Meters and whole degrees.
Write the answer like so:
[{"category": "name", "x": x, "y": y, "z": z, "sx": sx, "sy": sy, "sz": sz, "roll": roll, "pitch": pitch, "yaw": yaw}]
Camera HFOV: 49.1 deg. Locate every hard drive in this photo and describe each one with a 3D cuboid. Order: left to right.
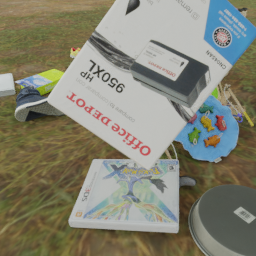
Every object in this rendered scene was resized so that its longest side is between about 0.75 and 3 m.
[{"category": "hard drive", "x": -5.123, "y": -1.691, "z": 11.069, "sx": 1.146, "sy": 0.232, "sz": 1.737, "roll": -12, "pitch": 35, "yaw": -19}]

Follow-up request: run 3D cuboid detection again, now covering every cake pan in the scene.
[{"category": "cake pan", "x": 2.226, "y": 1.841, "z": 5.463, "sx": 2.028, "sy": 0.372, "sz": 2.028, "roll": 0, "pitch": 32, "yaw": 0}]

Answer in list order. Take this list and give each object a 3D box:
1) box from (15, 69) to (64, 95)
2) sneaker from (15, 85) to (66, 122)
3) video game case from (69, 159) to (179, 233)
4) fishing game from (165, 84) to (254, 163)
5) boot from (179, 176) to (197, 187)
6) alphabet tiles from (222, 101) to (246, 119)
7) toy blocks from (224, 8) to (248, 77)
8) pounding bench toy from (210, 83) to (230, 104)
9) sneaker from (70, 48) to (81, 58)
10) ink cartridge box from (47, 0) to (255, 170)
[{"category": "box", "x": -3.307, "y": -1.784, "z": 11.016, "sx": 1.119, "sy": 0.437, "sz": 1.836, "roll": 25, "pitch": 40, "yaw": 33}, {"category": "sneaker", "x": -2.790, "y": -0.966, "z": 9.461, "sx": 1.964, "sy": 0.747, "sz": 1.419, "roll": -10, "pitch": 37, "yaw": -14}, {"category": "video game case", "x": 0.025, "y": 1.359, "z": 6.119, "sx": 2.143, "sy": 0.236, "sz": 1.953, "roll": -1, "pitch": 33, "yaw": 11}, {"category": "fishing game", "x": 2.065, "y": -0.058, "z": 7.436, "sx": 2.737, "sy": 0.425, "sz": 1.960, "roll": -21, "pitch": 76, "yaw": -15}, {"category": "boot", "x": 1.138, "y": 1.338, "z": 6.392, "sx": 0.784, "sy": 0.274, "sz": 0.516, "roll": 2, "pitch": 34, "yaw": 23}, {"category": "alphabet tiles", "x": 3.344, "y": -0.671, "z": 9.659, "sx": 1.357, "sy": 0.051, "sz": 1.135, "roll": 10, "pitch": 34, "yaw": 15}, {"category": "toy blocks", "x": 2.750, "y": -3.536, "z": 11.447, "sx": 2.711, "sy": 2.901, "sz": 2.442, "roll": -23, "pitch": 45, "yaw": -32}, {"category": "pounding bench toy", "x": 1.750, "y": -1.157, "z": 8.471, "sx": 1.576, "sy": 1.979, "sz": 2.537, "roll": -5, "pitch": 21, "yaw": 43}, {"category": "sneaker", "x": -2.387, "y": -3.717, "z": 13.943, "sx": 1.163, "sy": 0.525, "sz": 0.455, "roll": 13, "pitch": 34, "yaw": 17}, {"category": "ink cartridge box", "x": 0.315, "y": -1.003, "z": 4.513, "sx": 1.961, "sy": 2.712, "sz": 1.142, "roll": 35, "pitch": 7, "yaw": -14}]
